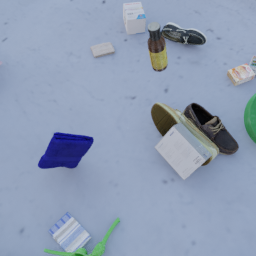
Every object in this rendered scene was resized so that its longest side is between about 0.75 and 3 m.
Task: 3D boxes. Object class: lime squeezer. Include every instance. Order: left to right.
[{"bbox_3d":[-1.203,3.387,8.060,2.344,0.442,0.828,-19,65,-13],"label":"lime squeezer"}]

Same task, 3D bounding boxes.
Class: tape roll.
[{"bbox_3d":[5.301,-0.345,9.683,2.394,0.576,2.394,0,82,1],"label":"tape roll"}]

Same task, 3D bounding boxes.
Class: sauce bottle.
[{"bbox_3d":[0.968,-2.641,9.249,0.613,1.895,0.613,-5,64,9],"label":"sauce bottle"}]

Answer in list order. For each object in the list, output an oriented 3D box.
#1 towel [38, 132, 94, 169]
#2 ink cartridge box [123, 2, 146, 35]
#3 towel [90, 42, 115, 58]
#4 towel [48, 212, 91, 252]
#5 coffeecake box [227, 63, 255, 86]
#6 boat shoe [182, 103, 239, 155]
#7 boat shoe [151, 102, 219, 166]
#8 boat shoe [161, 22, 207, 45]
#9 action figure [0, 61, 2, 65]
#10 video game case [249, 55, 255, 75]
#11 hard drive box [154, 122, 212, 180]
[{"bbox_3d":[-1.954,0.716,8.685,1.308,1.771,0.439,4,56,-32],"label":"towel"},{"bbox_3d":[0.279,-5.002,12.754,0.848,0.844,1.156,-8,60,-5],"label":"ink cartridge box"},{"bbox_3d":[-1.099,-3.419,12.223,0.977,0.168,0.648,-18,60,-10],"label":"towel"},{"bbox_3d":[-1.745,3.184,8.373,1.135,0.135,0.834,40,66,21],"label":"towel"},{"bbox_3d":[4.571,-2.165,11.347,0.850,0.310,0.652,-21,61,-4],"label":"coffeecake box"},{"bbox_3d":[2.854,0.013,9.772,2.343,0.859,0.873,41,70,19],"label":"boat shoe"},{"bbox_3d":[1.930,0.092,9.703,2.732,0.997,0.860,43,47,19],"label":"boat shoe"},{"bbox_3d":[2.405,-3.982,12.257,2.056,0.777,0.620,25,61,27],"label":"boat shoe"},{"bbox_3d":[-5.926,-1.989,11.145,1.203,1.337,1.796,-12,75,29],"label":"action figure"},{"bbox_3d":[5.505,-2.529,11.517,0.968,0.115,0.881,20,74,26],"label":"video game case"},{"bbox_3d":[1.748,0.745,9.026,1.458,1.136,0.560,49,38,15],"label":"hard drive box"}]
